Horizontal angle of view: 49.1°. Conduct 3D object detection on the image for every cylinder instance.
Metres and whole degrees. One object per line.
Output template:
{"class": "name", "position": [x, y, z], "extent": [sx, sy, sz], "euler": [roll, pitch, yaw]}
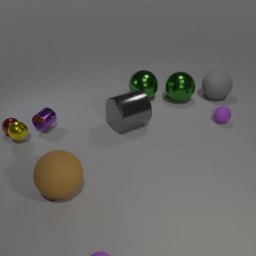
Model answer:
{"class": "cylinder", "position": [0.018, -0.697, 11.230], "extent": [1.400, 1.400, 1.400], "euler": [-19, 38, -26]}
{"class": "cylinder", "position": [-3.300, -0.357, 11.073], "extent": [0.700, 0.700, 0.700], "euler": [11, 34, 17]}

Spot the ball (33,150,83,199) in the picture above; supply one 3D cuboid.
{"class": "ball", "position": [-1.999, 1.335, 8.077], "extent": [1.400, 1.400, 1.400], "euler": [0, 34, 0]}

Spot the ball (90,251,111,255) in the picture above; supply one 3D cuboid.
{"class": "ball", "position": [-0.610, 3.093, 6.157], "extent": [0.700, 0.700, 0.700], "euler": [0, 34, 0]}

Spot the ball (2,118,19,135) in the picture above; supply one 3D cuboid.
{"class": "ball", "position": [-4.540, -0.059, 10.918], "extent": [0.700, 0.700, 0.700], "euler": [0, 34, 0]}

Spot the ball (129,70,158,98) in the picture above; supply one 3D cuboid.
{"class": "ball", "position": [0.737, -2.041, 13.280], "extent": [1.400, 1.400, 1.400], "euler": [0, 34, 0]}

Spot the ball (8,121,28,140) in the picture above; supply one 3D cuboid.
{"class": "ball", "position": [-4.076, 0.103, 10.396], "extent": [0.700, 0.700, 0.700], "euler": [0, 34, 0]}

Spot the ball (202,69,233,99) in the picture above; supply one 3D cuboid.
{"class": "ball", "position": [4.240, -2.073, 13.322], "extent": [1.400, 1.400, 1.400], "euler": [0, 34, 0]}

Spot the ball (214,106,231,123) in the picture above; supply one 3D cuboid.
{"class": "ball", "position": [3.936, -0.561, 11.663], "extent": [0.700, 0.700, 0.700], "euler": [0, 34, 0]}

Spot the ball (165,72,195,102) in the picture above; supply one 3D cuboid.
{"class": "ball", "position": [2.434, -1.928, 13.098], "extent": [1.400, 1.400, 1.400], "euler": [0, 34, 0]}
